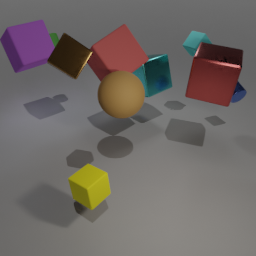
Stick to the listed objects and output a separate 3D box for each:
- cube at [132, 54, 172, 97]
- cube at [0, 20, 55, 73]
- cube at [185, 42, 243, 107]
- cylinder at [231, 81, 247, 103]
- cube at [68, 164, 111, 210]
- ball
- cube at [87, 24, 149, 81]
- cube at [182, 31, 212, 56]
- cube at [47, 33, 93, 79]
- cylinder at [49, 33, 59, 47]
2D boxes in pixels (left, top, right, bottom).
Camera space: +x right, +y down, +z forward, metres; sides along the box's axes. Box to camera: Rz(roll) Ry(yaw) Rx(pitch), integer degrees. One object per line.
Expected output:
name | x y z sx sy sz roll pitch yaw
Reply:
cube | 0.778 -2.180 11.544 1.400 1.400 1.400 -26 25 -31
cube | -3.793 -3.088 10.690 1.400 1.400 1.400 -29 14 -31
cube | 2.761 -1.743 8.986 1.400 1.400 1.400 15 39 13
cylinder | 4.132 -1.463 10.954 0.700 0.700 0.700 -12 56 -20
cube | -0.942 1.439 6.933 0.700 0.700 0.700 19 39 35
ball | -0.202 -0.982 8.292 1.400 1.400 1.400 0 30 0
cube | -0.434 -2.370 9.528 1.400 1.400 1.400 -40 12 -17
cube | 2.700 -3.226 10.878 0.700 0.700 0.700 33 2 -44
cube | -1.288 -1.545 6.127 0.700 0.700 0.700 31 1 -19
cylinder | -3.208 -3.534 11.785 0.700 0.700 0.700 -20 9 3
